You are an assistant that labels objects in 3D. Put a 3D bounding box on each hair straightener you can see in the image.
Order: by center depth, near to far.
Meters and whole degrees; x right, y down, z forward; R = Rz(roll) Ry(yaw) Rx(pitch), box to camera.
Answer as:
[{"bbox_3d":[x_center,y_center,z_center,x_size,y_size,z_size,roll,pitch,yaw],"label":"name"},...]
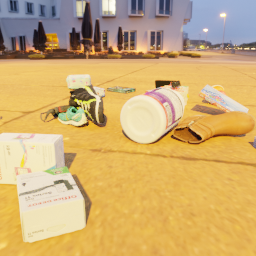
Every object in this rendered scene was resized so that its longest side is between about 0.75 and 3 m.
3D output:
[{"bbox_3d":[-2.344,-0.678,11.334,2.783,0.569,1.071,-22,4,-43],"label":"hair straightener"}]

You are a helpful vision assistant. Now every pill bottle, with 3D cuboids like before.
[{"bbox_3d":[0.956,-0.530,9.075,1.433,1.433,2.572,9,19,27],"label":"pill bottle"}]

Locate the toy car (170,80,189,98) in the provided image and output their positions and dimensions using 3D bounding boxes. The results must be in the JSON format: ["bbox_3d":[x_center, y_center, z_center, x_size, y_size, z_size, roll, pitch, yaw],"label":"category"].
[{"bbox_3d":[2.423,-1.787,13.470,0.535,1.092,0.363,-35,8,-17],"label":"toy car"}]

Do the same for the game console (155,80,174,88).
[{"bbox_3d":[2.346,-2.512,16.598,1.360,0.791,1.196,5,18,15],"label":"game console"}]

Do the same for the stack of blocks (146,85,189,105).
[{"bbox_3d":[2.073,-1.507,13.399,1.458,0.742,2.532,11,20,31],"label":"stack of blocks"}]

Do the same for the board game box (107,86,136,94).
[{"bbox_3d":[-0.420,-2.318,16.954,1.488,0.210,1.007,13,21,35],"label":"board game box"}]

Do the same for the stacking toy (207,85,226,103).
[{"bbox_3d":[4.298,-1.323,13.019,0.969,0.969,1.326,-4,35,-14],"label":"stacking toy"}]

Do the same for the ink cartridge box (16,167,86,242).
[{"bbox_3d":[-1.364,1.239,4.833,0.980,0.555,1.337,-8,19,-23],"label":"ink cartridge box"}]

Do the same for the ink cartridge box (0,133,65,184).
[{"bbox_3d":[-2.110,0.664,5.956,1.378,0.996,0.583,2,17,6],"label":"ink cartridge box"}]

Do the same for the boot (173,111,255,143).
[{"bbox_3d":[2.576,0.041,8.435,2.181,0.804,1.687,-1,13,37],"label":"boot"}]

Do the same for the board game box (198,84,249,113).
[{"bbox_3d":[3.768,-1.007,11.025,1.932,0.188,0.995,35,39,14],"label":"board game box"}]

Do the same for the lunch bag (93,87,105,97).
[{"bbox_3d":[-1.888,-1.959,15.297,1.113,0.525,1.389,-7,17,-28],"label":"lunch bag"}]

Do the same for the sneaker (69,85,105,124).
[{"bbox_3d":[-1.584,-0.810,10.206,1.086,0.941,2.623,-11,27,-17],"label":"sneaker"}]

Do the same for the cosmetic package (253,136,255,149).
[{"bbox_3d":[4.051,0.452,7.777,0.930,0.331,0.489,0,17,1],"label":"cosmetic package"}]

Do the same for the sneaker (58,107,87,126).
[{"bbox_3d":[-2.011,-0.471,10.164,1.554,0.619,0.602,6,21,45],"label":"sneaker"}]

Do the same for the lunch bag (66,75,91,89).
[{"bbox_3d":[-3.229,-3.023,18.294,1.593,0.766,1.986,-6,18,-10],"label":"lunch bag"}]
